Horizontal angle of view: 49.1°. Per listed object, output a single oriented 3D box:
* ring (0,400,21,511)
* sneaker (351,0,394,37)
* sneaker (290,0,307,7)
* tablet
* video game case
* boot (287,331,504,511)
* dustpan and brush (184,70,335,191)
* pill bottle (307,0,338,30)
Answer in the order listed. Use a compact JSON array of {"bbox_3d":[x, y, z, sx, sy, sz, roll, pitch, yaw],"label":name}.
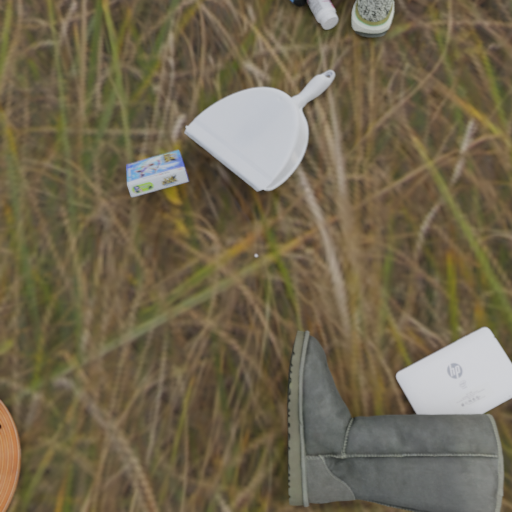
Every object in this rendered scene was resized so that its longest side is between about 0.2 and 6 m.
[{"bbox_3d":[-4.276,2.775,7.346,2.406,0.231,2.406,0,72,0],"label":"ring"},{"bbox_3d":[2.103,-4.716,9.229,0.815,0.939,2.120,8,73,2],"label":"sneaker"},{"bbox_3d":[1.525,-4.978,9.250,2.545,0.998,1.145,-25,87,16],"label":"sneaker"},{"bbox_3d":[2.809,1.735,7.716,1.528,0.104,0.994,-25,74,-8],"label":"tablet"},{"bbox_3d":[-1.473,-1.230,8.261,0.844,0.212,0.931,-16,30,-6],"label":"video game case"},{"bbox_3d":[1.720,2.138,7.155,2.630,0.954,2.391,-2,87,7],"label":"boot"},{"bbox_3d":[0.359,-2.175,8.651,1.733,0.711,2.483,41,82,19],"label":"dustpan and brush"},{"bbox_3d":[1.119,-4.114,9.363,0.338,0.338,0.596,-22,75,-7],"label":"pill bottle"}]
